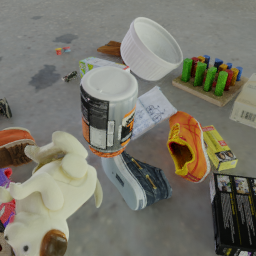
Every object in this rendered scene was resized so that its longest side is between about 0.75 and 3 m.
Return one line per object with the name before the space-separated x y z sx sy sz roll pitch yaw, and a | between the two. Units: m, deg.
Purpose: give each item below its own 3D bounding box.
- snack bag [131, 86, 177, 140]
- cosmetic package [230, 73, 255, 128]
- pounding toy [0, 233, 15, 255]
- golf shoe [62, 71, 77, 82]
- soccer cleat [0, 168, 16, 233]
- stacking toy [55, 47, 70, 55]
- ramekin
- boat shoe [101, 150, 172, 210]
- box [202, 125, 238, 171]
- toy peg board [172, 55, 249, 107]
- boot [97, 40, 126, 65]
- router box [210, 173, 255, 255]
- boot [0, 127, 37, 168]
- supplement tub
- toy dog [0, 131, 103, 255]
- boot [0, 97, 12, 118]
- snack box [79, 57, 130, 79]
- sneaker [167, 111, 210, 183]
snack bag | 0.649 -0.616 10.319 1.947 0.208 1.835 -32 43 3
cosmetic package | 5.044 -1.101 10.941 1.268 0.895 2.449 23 47 24
pounding toy | -3.523 2.787 6.321 1.880 1.079 1.075 3 37 4
golf shoe | -2.680 -2.418 12.901 0.364 0.319 0.827 18 43 30
soccer cleat | -3.355 1.907 7.614 0.838 0.781 2.289 -19 42 -25
stacking toy | -3.501 -4.112 14.963 0.815 0.344 0.738 -15 17 -21
ramekin | 0.948 -3.394 12.422 2.723 1.429 2.723 24 46 -26
boat shoe | 0.144 1.259 8.327 1.213 0.946 2.672 -7 39 -29
box | 2.904 0.629 9.299 0.634 0.422 1.683 -9 42 -10
toy peg board | 3.713 -2.436 12.210 2.518 1.231 2.507 32 50 31
boot | -0.438 -3.823 14.082 2.584 0.885 2.432 19 45 22
router box | 3.073 2.254 7.325 1.641 0.562 2.200 6 41 7
boot | -4.333 0.704 8.923 2.694 1.011 1.444 -12 35 -20
supplement tub | -0.526 -0.331 7.469 1.418 2.315 1.418 3 48 -3
toy dog | -1.937 1.882 6.834 1.870 2.598 2.680 -13 42 32
boot | -5.065 -0.640 10.728 1.028 0.491 1.361 -21 40 -19
snack box | -0.728 -1.045 9.514 1.721 2.419 0.641 23 41 34
sneaker | 1.764 0.342 8.905 1.145 1.083 2.968 29 30 -26
